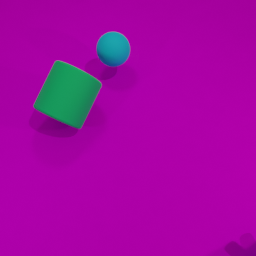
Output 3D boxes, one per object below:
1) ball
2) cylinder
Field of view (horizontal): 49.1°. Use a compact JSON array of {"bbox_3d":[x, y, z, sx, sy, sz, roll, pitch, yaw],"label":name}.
[{"bbox_3d":[-0.403,-2.151,7.676,0.923,0.923,0.923,0,58,0],"label":"ball"},{"bbox_3d":[-1.464,-0.796,6.868,1.256,1.256,1.256,25,88,15],"label":"cylinder"}]
